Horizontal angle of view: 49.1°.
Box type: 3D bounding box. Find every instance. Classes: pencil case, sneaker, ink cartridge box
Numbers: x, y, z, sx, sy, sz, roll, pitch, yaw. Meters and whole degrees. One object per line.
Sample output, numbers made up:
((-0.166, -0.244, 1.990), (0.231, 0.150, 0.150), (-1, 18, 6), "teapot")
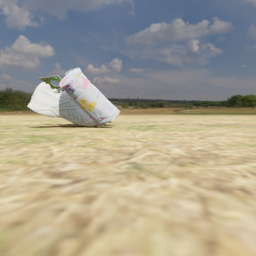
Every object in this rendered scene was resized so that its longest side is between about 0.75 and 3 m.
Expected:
((-1.162, -0.915, 8.475), (0.791, 1.903, 0.863), (-30, 32, 24), "pencil case")
((-1.881, -0.706, 9.124), (2.523, 1.011, 0.887), (18, 3, -39), "sneaker")
((-1.731, -1.179, 10.064), (2.566, 0.615, 1.867), (44, -19, -31), "ink cartridge box")
